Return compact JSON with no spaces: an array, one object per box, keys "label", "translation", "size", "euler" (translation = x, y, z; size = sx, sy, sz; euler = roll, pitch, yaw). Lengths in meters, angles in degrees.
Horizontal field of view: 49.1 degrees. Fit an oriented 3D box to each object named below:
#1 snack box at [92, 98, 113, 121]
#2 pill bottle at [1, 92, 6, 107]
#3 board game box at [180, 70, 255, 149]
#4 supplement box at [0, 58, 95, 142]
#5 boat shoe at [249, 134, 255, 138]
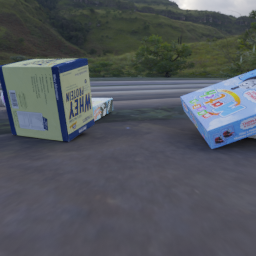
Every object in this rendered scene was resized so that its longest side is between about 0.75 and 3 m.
[{"label":"snack box","translation":[-1.672,-0.632,9.521],"size":[1.678,0.536,2.888],"euler":[2,12,12]},{"label":"pill bottle","translation":[-3.827,-1.226,10.796],"size":[1.956,1.020,1.020],"euler":[0,11,26]},{"label":"board game box","translation":[2.956,-0.686,6.610],"size":[2.950,0.540,2.231],"euler":[-20,25,4]},{"label":"supplement box","translation":[-1.937,-0.744,6.859],"size":[1.756,1.758,1.180],"euler":[6,23,23]},{"label":"boat shoe","translation":[3.619,-0.278,6.999],"size":[1.991,0.923,0.743],"euler":[-5,13,-26]}]
